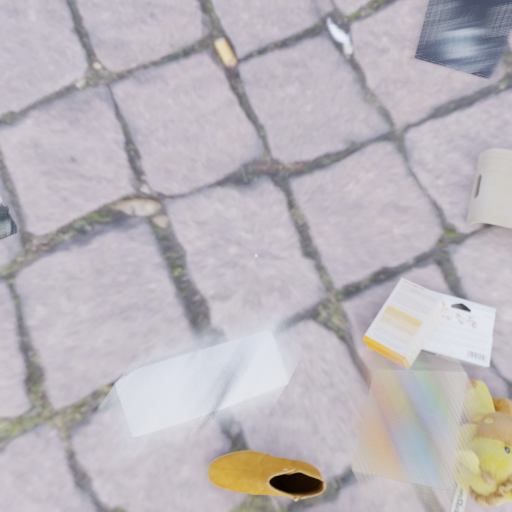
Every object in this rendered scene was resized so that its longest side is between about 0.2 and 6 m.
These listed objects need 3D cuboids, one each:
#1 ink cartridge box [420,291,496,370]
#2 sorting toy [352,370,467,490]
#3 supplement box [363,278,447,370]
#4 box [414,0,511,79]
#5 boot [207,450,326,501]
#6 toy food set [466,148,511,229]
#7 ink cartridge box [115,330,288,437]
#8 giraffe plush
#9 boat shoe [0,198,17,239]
[{"bbox_3d":[3.365,1.247,9.472,1.201,0.262,1.042,16,67,5],"label":"ink cartridge box"},{"bbox_3d":[1.470,1.647,5.554,0.218,1.197,1.108,33,62,-28],"label":"sorting toy"},{"bbox_3d":[2.462,1.105,9.248,0.803,0.469,1.275,28,76,36],"label":"supplement box"},{"bbox_3d":[2.704,-2.974,7.135,1.047,1.030,0.615,24,52,19],"label":"box"},{"bbox_3d":[0.111,3.300,8.411,1.786,1.279,0.629,1,75,1],"label":"boot"},{"bbox_3d":[4.890,-0.994,9.948,2.017,0.609,1.447,14,76,12],"label":"toy food set"},{"bbox_3d":[-0.546,1.234,5.371,1.354,0.983,0.565,-12,76,-29],"label":"ink cartridge box"},{"bbox_3d":[3.323,2.905,8.254,1.884,1.771,2.184,1,76,0],"label":"giraffe plush"},{"bbox_3d":[-3.347,-0.081,5.854,1.710,0.647,0.516,-36,101,-30],"label":"boat shoe"}]
